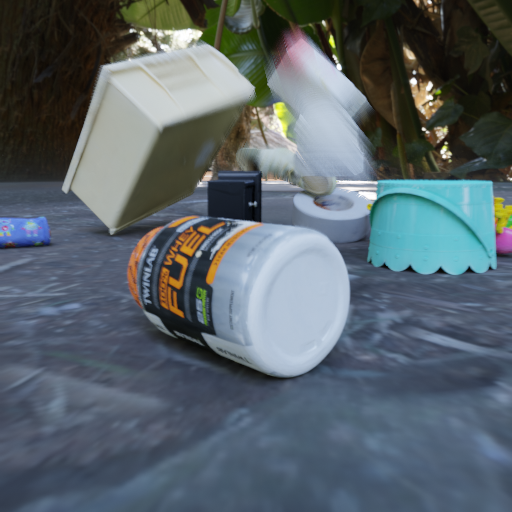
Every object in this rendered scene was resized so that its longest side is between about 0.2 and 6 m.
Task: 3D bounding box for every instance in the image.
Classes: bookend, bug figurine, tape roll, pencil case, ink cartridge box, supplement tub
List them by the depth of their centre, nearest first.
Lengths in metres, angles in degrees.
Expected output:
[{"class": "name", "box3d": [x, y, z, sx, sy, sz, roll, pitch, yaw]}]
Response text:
[{"class": "supplement tub", "box3d": [-0.240, 0.249, 4.630, 1.111, 1.111, 1.813, -8, 12, -41]}, {"class": "bookend", "box3d": [-0.363, -0.447, 7.785, 0.667, 1.449, 1.440, 2, 9, 10]}, {"class": "ink cartridge box", "box3d": [0.859, -2.345, 7.982, 0.421, 1.247, 0.726, -51, 2, -32]}, {"class": "pencil case", "box3d": [-4.532, -0.438, 10.279, 1.424, 0.618, 0.556, -4, -25, -24]}, {"class": "bug figurine", "box3d": [3.981, -0.629, 10.490, 3.619, 0.931, 2.807, -3, 15, -40]}, {"class": "tape roll", "box3d": [1.550, -0.861, 11.451, 1.616, 0.534, 1.616, 1, 29, -1]}]

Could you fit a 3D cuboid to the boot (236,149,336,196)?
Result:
[{"class": "boot", "box3d": [0.594, -1.693, 11.245, 1.793, 0.646, 1.386, 35, 28, 34]}]

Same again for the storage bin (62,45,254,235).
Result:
[{"class": "storage bin", "box3d": [-1.983, -2.486, 11.844, 1.521, 3.246, 3.223, 45, 43, 8]}]

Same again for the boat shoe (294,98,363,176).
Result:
[{"class": "boat shoe", "box3d": [0.846, -1.428, 6.715, 0.893, 0.879, 2.518, 2, 11, 10]}]

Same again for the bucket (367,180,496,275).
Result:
[{"class": "bucket", "box3d": [2.685, -0.505, 8.619, 1.983, 1.290, 1.983, -1, 9, 0]}]
